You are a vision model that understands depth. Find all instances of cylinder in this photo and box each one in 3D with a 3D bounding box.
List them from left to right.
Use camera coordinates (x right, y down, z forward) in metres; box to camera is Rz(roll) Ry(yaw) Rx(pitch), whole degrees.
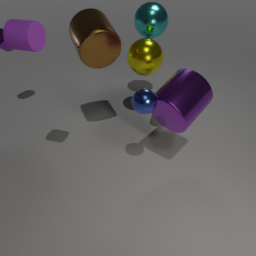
[{"bbox_3d":[-4.908,-3.469,11.062,0.700,0.700,0.700,9,-3,14],"label":"cylinder"},{"bbox_3d":[-2.439,-2.193,6.644,0.700,0.700,0.700,10,34,16],"label":"cylinder"},{"bbox_3d":[-1.080,-2.901,9.095,1.400,1.400,1.400,-12,51,-18],"label":"cylinder"},{"bbox_3d":[1.557,-0.807,8.357,1.400,1.400,1.400,29,65,37],"label":"cylinder"}]

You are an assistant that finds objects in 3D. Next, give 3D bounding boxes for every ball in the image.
[{"bbox_3d":[0.447,-0.726,7.647,0.700,0.700,0.700,0,33,0],"label":"ball"},{"bbox_3d":[0.660,-2.717,10.724,1.400,1.400,1.400,0,33,0],"label":"ball"},{"bbox_3d":[0.939,-4.372,11.396,1.400,1.400,1.400,0,33,0],"label":"ball"}]
